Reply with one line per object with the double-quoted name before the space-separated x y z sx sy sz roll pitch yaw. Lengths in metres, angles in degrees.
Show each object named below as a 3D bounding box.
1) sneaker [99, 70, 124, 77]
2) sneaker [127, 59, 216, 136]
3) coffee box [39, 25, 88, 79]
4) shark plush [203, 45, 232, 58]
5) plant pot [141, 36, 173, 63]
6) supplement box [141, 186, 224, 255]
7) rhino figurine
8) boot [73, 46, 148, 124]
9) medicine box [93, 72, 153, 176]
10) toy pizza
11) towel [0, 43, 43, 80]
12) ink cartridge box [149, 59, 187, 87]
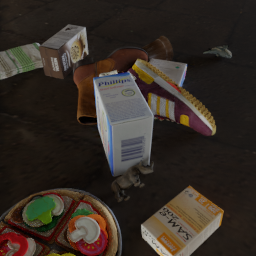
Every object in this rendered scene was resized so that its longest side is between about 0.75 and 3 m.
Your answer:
"sneaker" -0.490 -1.635 8.468 0.757 0.320 0.276 -2 51 -15
"sneaker" 1.048 -0.582 7.787 2.908 1.310 1.090 43 21 11
"coffee box" -2.228 -2.761 10.025 0.782 1.108 1.960 14 45 15
"shark plush" 3.461 -2.934 10.811 1.041 0.473 0.433 10 73 4
"plant pot" 0.982 -2.729 10.183 0.949 0.959 0.959 -25 47 -16
"supplement box" 1.030 1.829 5.305 1.355 0.498 0.854 -31 45 -27
"rhino figurine" 0.110 1.090 6.111 1.136 0.340 0.497 -39 54 -7
"boot" -0.365 -1.407 8.647 2.644 0.962 2.808 -8 43 -10
"medicine box" -0.156 -0.118 6.660 0.942 1.666 1.829 -11 43 -12
"toy pizza" -1.416 2.115 5.105 2.599 0.412 2.599 -1 42 1
"towel" -4.180 -2.417 10.291 2.395 0.368 1.787 -24 45 -21
"ink cartridge box" 1.064 -1.412 8.824 1.245 0.696 1.824 12 42 13
